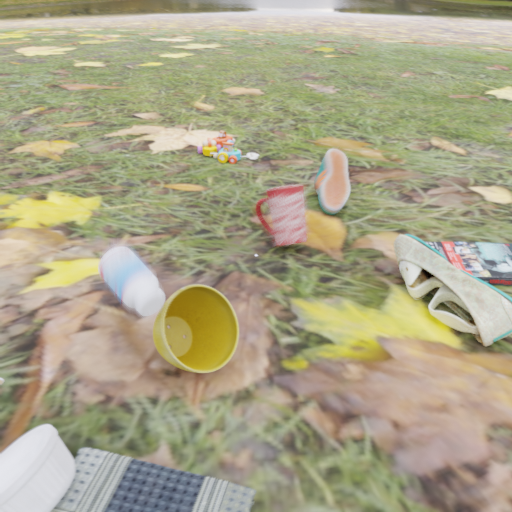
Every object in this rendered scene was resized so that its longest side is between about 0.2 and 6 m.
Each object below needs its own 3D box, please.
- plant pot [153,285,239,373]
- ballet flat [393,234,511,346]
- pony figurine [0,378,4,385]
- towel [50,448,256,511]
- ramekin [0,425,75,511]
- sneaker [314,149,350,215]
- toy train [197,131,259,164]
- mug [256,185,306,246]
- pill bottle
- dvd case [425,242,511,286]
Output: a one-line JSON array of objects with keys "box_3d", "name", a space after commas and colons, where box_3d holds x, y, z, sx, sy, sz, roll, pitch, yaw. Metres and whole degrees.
[{"box_3d": [-0.937, 1.033, 7.569, 1.154, 1.154, 0.819, -28, 4, -40], "name": "plant pot"}, {"box_3d": [2.845, 0.461, 8.769, 0.835, 0.903, 2.678, -38, 36, -7], "name": "ballet flat"}, {"box_3d": [-3.971, 1.818, 5.916, 2.010, 1.674, 1.941, -9, 18, 15], "name": "pony figurine"}, {"box_3d": [-1.209, 2.824, 5.149, 2.065, 0.370, 2.144, 9, 28, 11], "name": "towel"}, {"box_3d": [-2.287, 2.237, 5.505, 1.093, 0.509, 1.093, -34, 15, 10], "name": "ramekin"}, {"box_3d": [1.647, -1.505, 12.404, 0.661, 0.740, 1.853, 17, 51, -7], "name": "sneaker"}, {"box_3d": [-0.806, -3.027, 15.207, 1.365, 0.505, 1.817, -21, 35, -31], "name": "toy train"}, {"box_3d": [0.534, -0.735, 10.479, 0.699, 1.048, 0.930, -9, 1, -35], "name": "mug"}, {"box_3d": [-1.534, 0.324, 6.956, 0.489, 0.489, 0.900, -23, 52, -35], "name": "pill bottle"}, {"box_3d": [3.976, 0.125, 9.965, 1.768, 0.195, 1.291, 0, 30, 2], "name": "dvd case"}]
